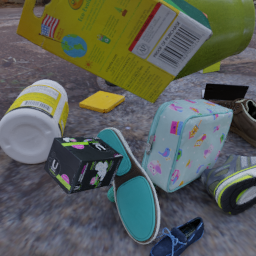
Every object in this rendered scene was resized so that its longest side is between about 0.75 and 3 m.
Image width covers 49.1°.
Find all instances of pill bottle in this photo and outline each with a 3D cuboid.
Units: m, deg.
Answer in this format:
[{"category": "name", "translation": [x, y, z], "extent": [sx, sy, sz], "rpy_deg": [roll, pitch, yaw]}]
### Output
[{"category": "pill bottle", "translation": [-2.401, -0.324, 7.606], "extent": [1.473, 1.473, 2.578], "rpy_deg": [-2, 28, -3]}]

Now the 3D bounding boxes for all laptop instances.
[{"category": "laptop", "translation": [3.511, -1.438, 10.294], "extent": [1.413, 0.874, 1.509], "rpy_deg": [6, 29, 10]}]

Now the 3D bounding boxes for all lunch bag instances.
[{"category": "lunch bag", "translation": [1.244, 0.343, 5.945], "extent": [0.869, 1.809, 2.255], "rpy_deg": [31, 26, 36]}]

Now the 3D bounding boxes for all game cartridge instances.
[{"category": "game cartridge", "translation": [-0.916, -0.944, 10.115], "extent": [1.149, 0.211, 1.303], "rpy_deg": [16, 35, 26]}]

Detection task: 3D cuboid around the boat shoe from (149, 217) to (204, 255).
[{"category": "boat shoe", "translation": [0.817, 1.842, 4.759], "extent": [1.181, 0.405, 0.497], "rpy_deg": [-24, 37, -37]}]

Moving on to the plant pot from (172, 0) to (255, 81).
[{"category": "plant pot", "translation": [1.529, -2.510, 7.007], "extent": [2.605, 2.706, 2.706], "rpy_deg": [-12, 30, -11]}]

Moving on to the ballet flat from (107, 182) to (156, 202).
[{"category": "ballet flat", "translation": [0.153, 1.224, 5.832], "extent": [1.199, 0.422, 0.404], "rpy_deg": [-15, 66, -23]}]

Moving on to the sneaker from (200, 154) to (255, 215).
[{"category": "sneaker", "translation": [2.732, 0.887, 6.005], "extent": [2.622, 0.969, 1.061], "rpy_deg": [-11, 27, -23]}]

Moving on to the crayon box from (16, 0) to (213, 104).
[{"category": "crayon box", "translation": [-0.261, -1.816, 4.934], "extent": [2.884, 1.831, 0.732], "rpy_deg": [25, 42, -18]}]

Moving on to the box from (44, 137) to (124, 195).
[{"category": "box", "translation": [-0.686, 0.543, 4.399], "extent": [0.702, 0.587, 0.945], "rpy_deg": [34, 19, 33]}]

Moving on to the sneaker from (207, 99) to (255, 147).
[{"category": "sneaker", "translation": [3.271, -0.462, 8.237], "extent": [1.043, 1.119, 2.962], "rpy_deg": [-17, 33, -29]}]

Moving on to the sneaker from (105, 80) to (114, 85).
[{"category": "sneaker", "translation": [-0.616, -2.938, 12.525], "extent": [0.782, 1.358, 2.604], "rpy_deg": [0, 28, 2]}]

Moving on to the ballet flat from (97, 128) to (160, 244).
[{"category": "ballet flat", "translation": [0.061, 1.042, 5.498], "extent": [0.816, 0.816, 2.350], "rpy_deg": [-14, 62, -24]}]

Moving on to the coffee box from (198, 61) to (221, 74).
[{"category": "coffee box", "translation": [3.747, -3.373, 13.591], "extent": [1.095, 1.097, 1.085], "rpy_deg": [-14, 32, -25]}]
